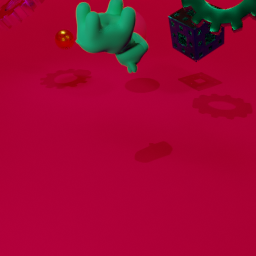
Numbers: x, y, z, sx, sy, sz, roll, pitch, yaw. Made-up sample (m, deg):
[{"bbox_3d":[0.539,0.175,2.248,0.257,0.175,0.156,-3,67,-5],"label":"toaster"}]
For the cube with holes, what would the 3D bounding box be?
[{"bbox_3d":[2.299,-3.267,9.356,1.262,1.262,1.262,-34,50,-11],"label":"cube with holes"}]

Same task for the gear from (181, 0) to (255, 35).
[{"bbox_3d":[2.151,-3.086,6.149,1.925,1.925,0.356,12,11,18],"label":"gear"}]

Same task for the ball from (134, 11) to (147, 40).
[{"bbox_3d":[-0.067,-3.087,8.961,1.354,1.354,1.354,0,32,0],"label":"ball"}]

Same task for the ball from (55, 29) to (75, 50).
[{"bbox_3d":[-2.401,-3.349,10.628,0.742,0.742,0.742,0,32,0],"label":"ball"}]

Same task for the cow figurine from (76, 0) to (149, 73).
[{"bbox_3d":[-0.242,-1.360,4.414,1.241,1.221,0.681,-21,55,-25],"label":"cow figurine"}]

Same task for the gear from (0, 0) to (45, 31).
[{"bbox_3d":[-3.398,-3.920,8.906,1.969,0.364,1.969,-20,46,22],"label":"gear"}]
